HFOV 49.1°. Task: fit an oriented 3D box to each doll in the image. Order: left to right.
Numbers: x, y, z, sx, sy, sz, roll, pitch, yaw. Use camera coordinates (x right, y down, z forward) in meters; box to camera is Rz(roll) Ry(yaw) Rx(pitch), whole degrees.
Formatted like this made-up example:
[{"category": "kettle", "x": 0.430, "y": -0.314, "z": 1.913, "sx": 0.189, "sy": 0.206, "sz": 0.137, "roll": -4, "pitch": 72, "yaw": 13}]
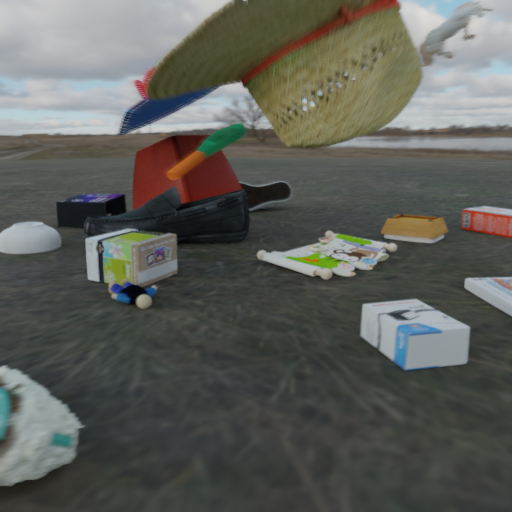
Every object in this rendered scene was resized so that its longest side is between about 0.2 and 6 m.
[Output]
[{"category": "doll", "x": -1.666, "y": 0.508, "z": 7.630, "sx": 0.653, "sy": 0.232, "sz": 0.957, "roll": -9, "pitch": 15, "yaw": -31}]

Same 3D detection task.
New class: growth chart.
[{"category": "growth chart", "x": 1.370, "y": -0.035, "z": 10.116, "sx": 1.934, "sy": 0.237, "sz": 2.672, "roll": 12, "pitch": 18, "yaw": 39}]

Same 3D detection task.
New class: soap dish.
[{"category": "soap dish", "x": 3.408, "y": -0.607, "z": 12.048, "sx": 1.179, "sy": 0.479, "sz": 0.928, "roll": 8, "pitch": 15, "yaw": 34}]

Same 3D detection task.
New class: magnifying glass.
[{"category": "magnifying glass", "x": -0.800, "y": -1.719, "z": 9.137, "sx": 0.687, "sy": 0.193, "sz": 1.727, "roll": 0, "pitch": 34, "yaw": 44}]

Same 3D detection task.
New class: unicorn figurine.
[{"category": "unicorn figurine", "x": 3.348, "y": -3.825, "z": 9.417, "sx": 1.417, "sy": 0.523, "sz": 0.973, "roll": -22, "pitch": 39, "yaw": 20}]

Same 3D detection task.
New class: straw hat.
[{"category": "straw hat", "x": 1.015, "y": -2.491, "z": 7.541, "sx": 4.655, "sy": 1.970, "sz": 4.655, "roll": -30, "pitch": 7, "yaw": 4}]

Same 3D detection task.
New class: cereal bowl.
[{"category": "cereal bowl", "x": -4.487, "y": -0.388, "z": 11.064, "sx": 1.181, "sy": 0.492, "sz": 1.181, "roll": 0, "pitch": 13, "yaw": 0}]

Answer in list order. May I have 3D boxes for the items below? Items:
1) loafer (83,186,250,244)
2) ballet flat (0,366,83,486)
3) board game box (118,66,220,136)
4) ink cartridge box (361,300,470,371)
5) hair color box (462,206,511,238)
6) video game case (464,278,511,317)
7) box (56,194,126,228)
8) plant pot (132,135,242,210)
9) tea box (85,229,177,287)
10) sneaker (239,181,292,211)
[{"category": "loafer", "x": -1.770, "y": -0.829, "z": 11.402, "sx": 3.372, "sy": 1.184, "sz": 1.145, "roll": -4, "pitch": 13, "yaw": -17}, {"category": "ballet flat", "x": -2.393, "y": 1.089, "z": 4.126, "sx": 2.695, "sy": 0.967, "sz": 0.967, "roll": 10, "pitch": 16, "yaw": 28}, {"category": "board game box", "x": -1.553, "y": -3.625, "z": 11.283, "sx": 3.030, "sy": 0.747, "sz": 3.835, "roll": -31, "pitch": 10, "yaw": -14}, {"category": "ink cartridge box", "x": 1.637, "y": 0.801, "z": 5.892, "sx": 0.709, "sy": 0.409, "sz": 0.977, "roll": -4, "pitch": 13, "yaw": -16}, {"category": "hair color box", "x": 5.621, "y": -0.762, "z": 12.664, "sx": 0.845, "sy": 0.510, "sz": 1.665, "roll": -9, "pitch": 16, "yaw": -32}, {"category": "video game case", "x": 3.852, "y": 0.561, "z": 7.471, "sx": 1.487, "sy": 0.193, "sz": 1.633, "roll": -1, "pitch": 12, "yaw": -5}, {"category": "box", "x": -4.097, "y": -1.148, "z": 14.078, "sx": 1.221, "sy": 0.682, "sz": 1.729, "roll": -2, "pitch": 13, "yaw": 3}, {"category": "plant pot", "x": -1.770, "y": -1.839, "z": 13.402, "sx": 2.036, "sy": 1.796, "sz": 2.038, "roll": -13, "pitch": 3, "yaw": 38}, {"category": "tea box", "x": -1.928, "y": 0.013, "z": 8.781, "sx": 1.010, "sy": 0.686, "sz": 1.027, "roll": 6, "pitch": 14, "yaw": 26}, {"category": "sneaker", "x": -0.227, "y": -1.625, "z": 16.305, "sx": 2.414, "sy": 0.879, "sz": 1.022, "roll": -5, "pitch": -8, "yaw": -23}]
